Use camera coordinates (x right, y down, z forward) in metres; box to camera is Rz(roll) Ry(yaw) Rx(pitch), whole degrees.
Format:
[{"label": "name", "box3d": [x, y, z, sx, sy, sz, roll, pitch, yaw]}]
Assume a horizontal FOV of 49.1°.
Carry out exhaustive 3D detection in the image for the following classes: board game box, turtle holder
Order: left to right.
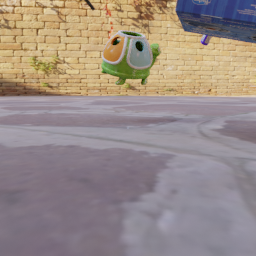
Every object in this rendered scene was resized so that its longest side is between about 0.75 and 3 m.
[{"label": "turtle holder", "box3d": [0.202, -2.305, 9.157, 2.096, 1.488, 1.592, 4, 29, -14]}, {"label": "board game box", "box3d": [2.434, -2.253, 5.923, 2.609, 0.566, 2.597, 14, 15, 12]}]

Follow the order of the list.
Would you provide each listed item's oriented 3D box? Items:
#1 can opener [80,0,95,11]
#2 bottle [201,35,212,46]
[{"label": "can opener", "box3d": [-1.639, -4.904, 10.831, 0.902, 0.300, 0.237, 39, 18, -40]}, {"label": "bottle", "box3d": [2.750, -3.229, 9.430, 0.286, 0.876, 0.366, 18, 47, -2]}]
